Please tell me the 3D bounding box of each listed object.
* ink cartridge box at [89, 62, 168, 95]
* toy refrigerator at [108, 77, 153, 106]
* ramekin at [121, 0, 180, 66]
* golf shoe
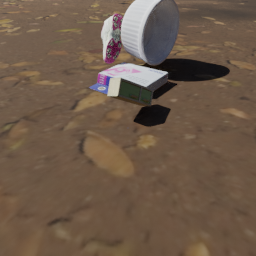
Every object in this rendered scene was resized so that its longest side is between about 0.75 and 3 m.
[{"bbox_3d":[0.036,-1.603,9.354,1.931,0.426,1.966,21,37,29],"label":"ink cartridge box"},{"bbox_3d":[0.108,-0.956,7.586,0.458,0.497,1.308,7,-4,45],"label":"toy refrigerator"},{"bbox_3d":[0.799,-3.597,10.331,1.146,2.352,2.352,26,41,31],"label":"ramekin"},{"bbox_3d":[-0.660,-3.264,10.402,0.837,1.829,0.689,9,-4,45],"label":"golf shoe"}]
